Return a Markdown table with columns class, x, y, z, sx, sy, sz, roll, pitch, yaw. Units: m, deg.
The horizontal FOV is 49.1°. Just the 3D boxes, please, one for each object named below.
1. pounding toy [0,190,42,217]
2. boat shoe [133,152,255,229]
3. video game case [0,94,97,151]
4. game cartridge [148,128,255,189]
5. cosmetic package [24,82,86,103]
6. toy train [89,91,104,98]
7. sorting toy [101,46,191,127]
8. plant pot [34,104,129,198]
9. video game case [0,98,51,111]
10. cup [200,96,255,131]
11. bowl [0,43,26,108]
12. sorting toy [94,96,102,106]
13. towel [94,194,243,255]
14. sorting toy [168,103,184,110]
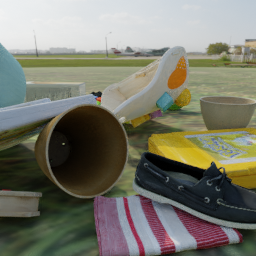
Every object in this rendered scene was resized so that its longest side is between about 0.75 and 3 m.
| class | x | y | z | sx | sy | sz | roll | pitch | yaw |
| --- | --- | --- | --- | --- | --- | --- | --- | --- | --- |
| pounding toy | -1.624 | 1.057 | 3.456 | 1.023 | 0.587 | 0.585 | 6 | -15 | -14 |
| boat shoe | 0.936 | 0.693 | 3.558 | 1.849 | 0.613 | 0.691 | 13 | 20 | 29 |
| video game case | -2.076 | 0.086 | 4.922 | 2.351 | 0.285 | 2.582 | -23 | 2 | 24 |
| game cartridge | 1.852 | 0.475 | 5.347 | 2.582 | 0.419 | 2.276 | -2 | 15 | -11 |
| cosmetic package | -2.579 | -1.044 | 9.765 | 2.133 | 1.122 | 0.758 | 3 | 15 | 6 |
| toy train | -0.869 | -1.648 | 13.553 | 2.210 | 0.377 | 0.506 | -10 | 6 | -31 |
| sorting toy | 0.040 | -0.633 | 7.568 | 2.638 | 1.566 | 2.931 | -33 | 8 | -39 |
| plant pot | -0.949 | 0.349 | 4.513 | 1.332 | 1.332 | 1.429 | -12 | 5 | -38 |
| video game case | -2.843 | 0.122 | 5.107 | 2.293 | 0.252 | 2.090 | -23 | 3 | 28 |
| cup | 2.452 | -0.245 | 7.004 | 1.332 | 0.952 | 1.332 | 0 | 14 | 0 |
| bowl | -3.719 | -1.001 | 7.021 | 2.917 | 2.917 | 1.526 | 8 | -4 | 27 |
| sorting toy | -1.251 | -1.032 | 11.201 | 1.671 | 0.333 | 2.261 | -12 | 18 | -39 |
| towel | 0.392 | 1.105 | 3.432 | 1.575 | 0.179 | 1.134 | -3 | 16 | -11 |
| sorting toy | 1.024 | -1.235 | 10.810 | 2.333 | 1.402 | 0.958 | 4 | -21 | -13 |
